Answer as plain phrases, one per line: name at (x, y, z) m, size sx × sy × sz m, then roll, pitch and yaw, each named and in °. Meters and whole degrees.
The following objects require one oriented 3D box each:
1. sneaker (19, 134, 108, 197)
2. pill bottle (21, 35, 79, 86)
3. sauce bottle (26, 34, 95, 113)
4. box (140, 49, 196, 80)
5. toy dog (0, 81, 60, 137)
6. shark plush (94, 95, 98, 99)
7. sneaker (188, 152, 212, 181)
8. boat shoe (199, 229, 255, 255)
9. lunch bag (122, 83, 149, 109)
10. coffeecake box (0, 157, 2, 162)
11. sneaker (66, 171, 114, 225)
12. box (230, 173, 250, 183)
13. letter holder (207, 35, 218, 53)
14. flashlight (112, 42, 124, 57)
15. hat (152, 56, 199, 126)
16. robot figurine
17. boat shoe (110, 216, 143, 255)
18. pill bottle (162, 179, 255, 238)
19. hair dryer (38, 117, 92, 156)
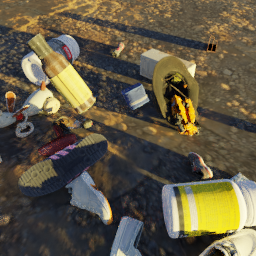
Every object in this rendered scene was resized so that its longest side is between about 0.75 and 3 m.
sneaker at (-1.976, 1.204, 8.990) m, size 2.975 × 1.220 × 1.044 m, roll -28°, pitch 90°, yaw -9°
pill bottle at (-3.595, -3.328, 13.429) m, size 1.555 × 1.555 × 2.730 m, roll 18°, pitch 45°, yaw 19°
sauce bottle at (-2.080, -1.696, 8.804) m, size 0.855 × 2.643 × 0.855 m, roll -29°, pitch 24°, yaw 14°
box at (1.786, -2.721, 13.072) m, size 2.447 × 1.162 × 0.951 m, roll 31°, pitch 50°, yaw 28°
toy dog at (-3.962, -1.000, 11.039) m, size 1.737 × 1.268 × 2.634 m, roll 20°, pitch 46°, yaw 21°
shark plush at (-1.675, -1.300, 12.084) m, size 0.794 × 0.331 × 0.361 m, roll -4°, pitch 42°, yaw -4°
sneaker at (2.250, 1.253, 9.183) m, size 0.463 × 0.435 × 1.130 m, roll -23°, pitch 46°, yaw -15°
boat shoe at (2.304, 3.130, 6.674) m, size 2.681 × 0.936 × 0.950 m, roll -20°, pitch 46°, yaw -21°
lunch bag at (0.235, -0.981, 8.866) m, size 0.674 × 0.657 × 0.993 m, roll -26°, pitch 15°, yaw 2°
coffeecake box at (-5.924, 1.045, 8.965) m, size 2.080 × 0.990 × 2.710 m, roll 29°, pitch 49°, yaw 28°
sneaker at (-1.132, 2.141, 8.069) m, size 0.895 × 0.737 × 1.946 m, roll -30°, pitch 43°, yaw -17°
box at (3.342, 1.909, 8.579) m, size 1.101 × 0.220 × 0.754 m, roll -24°, pitch 47°, yaw -25°
letter holder at (4.767, -4.788, 15.706) m, size 0.495 × 0.699 × 0.984 m, roll 12°, pitch 43°, yaw 13°
flashlight at (-0.553, -4.339, 15.443) m, size 0.387 × 0.389 × 1.144 m, roll 9°, pitch 42°, yaw 21°
hat at (1.635, -1.347, 11.310) m, size 1.175 × 2.913 × 2.913 m, roll -18°, pitch 21°, yaw 48°
robot figurine at (2.142, -0.408, 10.556) m, size 1.183 × 0.475 × 1.632 m, roll 10°, pitch 60°, yaw -31°
boat shoe at (-0.007, 3.090, 6.903) m, size 0.711 × 0.697 × 1.998 m, roll 5°, pitch 39°, yaw 12°
pill bottle at (2.207, 2.089, 7.443) m, size 2.421 × 1.384 × 1.384 m, roll -5°, pitch 42°, yaw -2°
hair dryer at (-2.429, 0.354, 10.243) m, size 1.656 × 0.591 × 2.174 m, roll 4°, pitch 34°, yaw 30°
